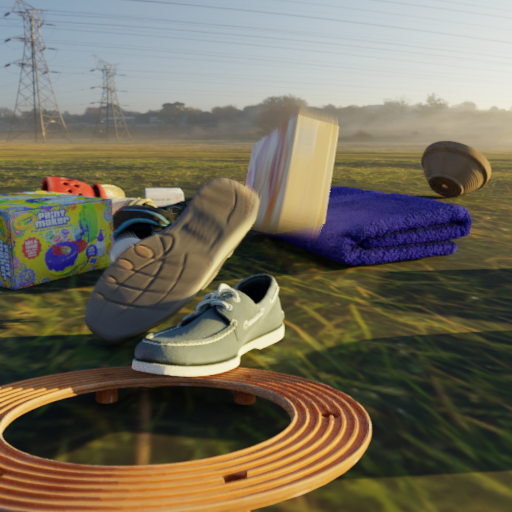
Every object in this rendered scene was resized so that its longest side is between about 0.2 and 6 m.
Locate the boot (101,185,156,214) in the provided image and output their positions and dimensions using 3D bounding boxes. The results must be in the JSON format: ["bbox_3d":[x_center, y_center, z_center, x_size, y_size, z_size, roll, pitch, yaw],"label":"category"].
[{"bbox_3d":[-3.134,-1.084,12.976,1.845,0.860,2.386,2,19,14],"label":"boot"}]

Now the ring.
[{"bbox_3d":[-0.684,1.140,3.713,2.838,0.272,2.838,0,2,0],"label":"ring"}]

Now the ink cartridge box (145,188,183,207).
[{"bbox_3d":[-2.505,-1.481,15.280,1.001,0.590,1.739,-3,13,-12],"label":"ink cartridge box"}]

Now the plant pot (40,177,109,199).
[{"bbox_3d":[-3.667,-0.887,11.258,1.194,1.311,1.311,2,10,-32],"label":"plant pot"}]

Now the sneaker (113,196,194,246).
[{"bbox_3d":[-1.508,-0.541,10.704,2.696,0.987,1.104,-9,21,2],"label":"sneaker"}]

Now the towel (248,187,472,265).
[{"bbox_3d":[1.689,-0.582,10.859,2.961,0.993,4.010,-12,16,-23],"label":"towel"}]

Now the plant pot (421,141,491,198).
[{"bbox_3d":[6.337,-2.619,18.205,2.225,1.027,2.225,27,-19,10],"label":"plant pot"}]

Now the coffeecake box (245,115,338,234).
[{"bbox_3d":[0.456,-1.197,8.917,0.712,1.496,1.949,11,-6,-19],"label":"coffeecake box"}]

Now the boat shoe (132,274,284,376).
[{"bbox_3d":[-0.381,0.603,5.389,0.847,0.719,2.327,4,5,26],"label":"boat shoe"}]

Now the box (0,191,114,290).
[{"bbox_3d":[-3.653,-0.351,9.060,1.847,1.170,1.918,9,15,33],"label":"box"}]

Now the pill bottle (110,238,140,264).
[{"bbox_3d":[-1.823,0.043,8.433,0.598,0.598,1.077,-1,0,-6],"label":"pill bottle"}]

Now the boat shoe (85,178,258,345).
[{"bbox_3d":[-0.880,0.159,6.595,0.947,0.932,2.542,39,61,15],"label":"boat shoe"}]
